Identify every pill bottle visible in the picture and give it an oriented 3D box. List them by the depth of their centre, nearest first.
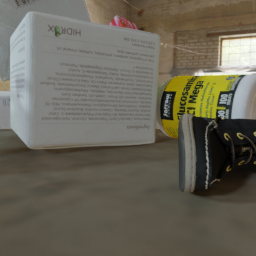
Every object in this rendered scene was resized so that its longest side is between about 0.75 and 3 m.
[{"bbox_3d":[1.570,-0.430,6.275,2.633,1.480,1.480,7,11,43],"label":"pill bottle"}]

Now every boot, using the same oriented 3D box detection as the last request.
[{"bbox_3d":[1.604,0.283,3.524,1.797,0.873,2.386,2,2,20],"label":"boot"}]

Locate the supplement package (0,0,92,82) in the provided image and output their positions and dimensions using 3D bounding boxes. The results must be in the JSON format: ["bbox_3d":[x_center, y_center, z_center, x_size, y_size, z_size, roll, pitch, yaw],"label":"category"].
[{"bbox_3d":[-2.555,-2.953,7.421,2.809,2.188,1.558,-23,47,-8],"label":"supplement package"}]

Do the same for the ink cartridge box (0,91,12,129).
[{"bbox_3d":[-4.510,-0.572,8.639,2.500,1.054,1.826,-2,13,-22],"label":"ink cartridge box"}]

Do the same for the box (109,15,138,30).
[{"bbox_3d":[-0.004,-3.446,12.169,1.220,2.556,1.274,4,-37,-47],"label":"box"}]

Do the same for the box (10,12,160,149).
[{"bbox_3d":[-1.125,-0.928,6.367,2.750,2.355,2.736,0,7,-29],"label":"box"}]
